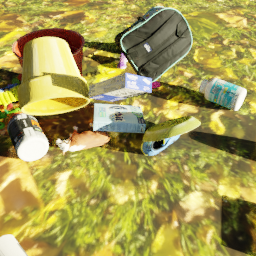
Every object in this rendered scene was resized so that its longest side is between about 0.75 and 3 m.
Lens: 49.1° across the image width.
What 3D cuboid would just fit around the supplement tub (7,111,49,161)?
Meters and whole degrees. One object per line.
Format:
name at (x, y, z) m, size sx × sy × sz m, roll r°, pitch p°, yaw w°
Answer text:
supplement tub at (-3.804, 0.245, 10.488) m, size 1.151 × 1.151 × 1.879 m, roll -22°, pitch 48°, yaw -22°

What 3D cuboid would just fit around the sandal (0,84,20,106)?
sandal at (-5.581, -1.460, 12.602) m, size 2.213 × 0.879 × 0.963 m, roll -16°, pitch 29°, yaw -19°

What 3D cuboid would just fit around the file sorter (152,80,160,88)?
file sorter at (0.981, -2.361, 13.593) m, size 1.022 × 0.641 × 0.710 m, roll -14°, pitch 45°, yaw -14°

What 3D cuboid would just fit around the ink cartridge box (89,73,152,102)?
ink cartridge box at (-0.276, -1.129, 8.061) m, size 0.906 × 0.426 × 1.928 m, roll 5°, pitch -5°, yaw -37°

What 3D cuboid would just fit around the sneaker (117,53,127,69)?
sneaker at (-0.300, -3.619, 15.000) m, size 0.485 × 0.533 × 1.206 m, roll 7°, pitch 45°, yaw 6°

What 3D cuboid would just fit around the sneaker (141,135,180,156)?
sneaker at (1.459, 0.351, 10.452) m, size 2.140 × 0.839 × 0.705 m, roll -33°, pitch 94°, yaw -27°

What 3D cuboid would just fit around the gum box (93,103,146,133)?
gum box at (-0.387, -0.421, 11.236) m, size 1.978 × 0.441 × 1.681 m, roll 4°, pitch 27°, yaw -8°

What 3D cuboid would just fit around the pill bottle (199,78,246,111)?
pill bottle at (4.155, -1.564, 12.470) m, size 1.885 × 1.044 × 1.044 m, roll 27°, pitch 50°, yaw 27°

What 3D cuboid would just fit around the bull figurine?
bull figurine at (-1.714, 0.398, 10.647) m, size 2.014 × 0.656 × 1.223 m, roll -6°, pitch 36°, yaw -13°

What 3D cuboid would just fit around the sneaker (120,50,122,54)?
sneaker at (0.227, -4.771, 16.078) m, size 1.588 × 0.721 × 0.603 m, roll -31°, pitch 49°, yaw -30°

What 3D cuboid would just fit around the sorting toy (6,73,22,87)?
sorting toy at (-5.594, -2.285, 13.801) m, size 0.402 × 0.404 × 1.166 m, roll -4°, pitch 36°, yaw 31°

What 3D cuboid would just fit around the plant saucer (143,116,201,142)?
plant saucer at (1.556, -0.024, 10.376) m, size 2.220 × 0.345 × 2.220 m, roll -17°, pitch 7°, yaw 2°

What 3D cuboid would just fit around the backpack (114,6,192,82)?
backpack at (0.987, -3.196, 10.339) m, size 2.465 × 2.167 × 1.890 m, roll -35°, pitch 26°, yaw 8°

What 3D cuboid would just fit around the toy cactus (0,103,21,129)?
toy cactus at (-5.624, -0.444, 11.434) m, size 2.225 × 1.138 × 1.836 m, roll -40°, pitch 46°, yaw -24°

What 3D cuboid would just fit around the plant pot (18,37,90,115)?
plant pot at (-2.496, -1.669, 9.085) m, size 2.195 × 2.195 × 2.065 m, roll -11°, pitch 82°, yaw -11°

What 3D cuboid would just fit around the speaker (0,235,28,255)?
speaker at (-2.836, 3.631, 7.216) m, size 1.844 × 0.749 × 0.749 m, roll 33°, pitch 52°, yaw 30°

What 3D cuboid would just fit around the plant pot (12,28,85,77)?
plant pot at (-3.137, -2.374, 12.063) m, size 2.848 × 2.770 × 2.848 m, roll 0°, pitch 44°, yaw 0°
